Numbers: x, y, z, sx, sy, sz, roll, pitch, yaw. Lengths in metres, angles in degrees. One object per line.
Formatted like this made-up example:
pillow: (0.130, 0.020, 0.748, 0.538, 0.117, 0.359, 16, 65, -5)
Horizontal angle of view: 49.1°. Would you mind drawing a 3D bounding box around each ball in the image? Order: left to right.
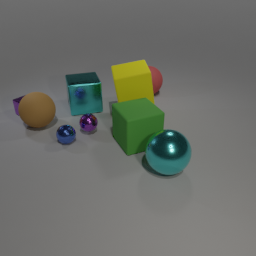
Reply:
ball: (-3.560, -0.715, 11.001, 1.400, 1.400, 1.400, 0, 31, 0)
ball: (-2.247, 0.225, 10.159, 0.700, 0.700, 0.700, 0, 31, 0)
ball: (-1.503, -0.209, 10.669, 0.700, 0.700, 0.700, 0, 31, 0)
ball: (1.002, -2.331, 13.744, 1.400, 1.400, 1.400, 0, 31, 0)
ball: (1.233, 0.734, 8.581, 1.400, 1.400, 1.400, 0, 31, 0)

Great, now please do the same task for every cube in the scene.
cube: (-4.423, -0.932, 12.089, 0.700, 0.700, 0.700, 22, 37, 34)
cube: (-1.950, -1.542, 12.404, 1.400, 1.400, 1.400, -9, 32, -13)
cube: (0.179, -1.705, 11.114, 1.400, 1.400, 1.400, -11, 33, -1)
cube: (0.327, -0.095, 9.984, 1.400, 1.400, 1.400, -13, 33, -21)
